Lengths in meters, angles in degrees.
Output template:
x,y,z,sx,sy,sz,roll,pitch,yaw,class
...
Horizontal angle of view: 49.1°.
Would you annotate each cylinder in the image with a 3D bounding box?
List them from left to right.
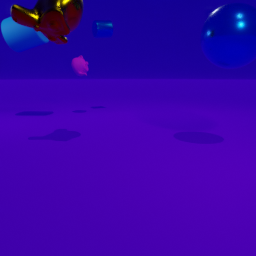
x,y,z,sx,sy,sz,roll,pitch,yaw,class
-3.619,-3.447,9.968,1.197,1.197,1.197,-14,8,13,cylinder
-1.083,-4.195,11.889,0.711,0.711,0.711,-10,14,-25,cylinder

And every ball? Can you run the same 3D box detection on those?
x,y,z,sx,sy,sz,roll,pitch,yaw,class
2.207,-1.923,5.910,1.325,1.325,1.325,0,11,0,ball

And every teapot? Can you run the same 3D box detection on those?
x,y,z,sx,sy,sz,roll,pitch,yaw,class
-1.901,-2.493,11.386,0.607,1.239,0.770,-22,-35,12,teapot

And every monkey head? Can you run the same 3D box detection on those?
x,y,z,sx,sy,sz,roll,pitch,yaw,class
-1.615,-2.455,5.774,1.341,1.123,1.864,14,-17,-16,monkey head
